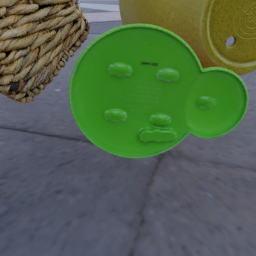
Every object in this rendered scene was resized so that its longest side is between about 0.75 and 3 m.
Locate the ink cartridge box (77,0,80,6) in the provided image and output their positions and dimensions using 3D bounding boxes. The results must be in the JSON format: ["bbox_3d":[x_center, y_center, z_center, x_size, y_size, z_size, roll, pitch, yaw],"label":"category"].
[{"bbox_3d":[-2.284,-2.968,5.901,2.672,2.647,0.580,-18,43,-33],"label":"ink cartridge box"}]

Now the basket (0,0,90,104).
[{"bbox_3d":[-1.986,-1.791,3.608,2.580,1.922,1.841,21,66,32],"label":"basket"}]

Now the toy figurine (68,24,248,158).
[{"bbox_3d":[0.322,-0.645,3.934,2.020,1.517,1.859,4,21,-4],"label":"toy figurine"}]

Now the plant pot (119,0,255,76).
[{"bbox_3d":[1.417,-1.914,4.307,2.883,2.883,2.046,-5,31,-8],"label":"plant pot"}]
